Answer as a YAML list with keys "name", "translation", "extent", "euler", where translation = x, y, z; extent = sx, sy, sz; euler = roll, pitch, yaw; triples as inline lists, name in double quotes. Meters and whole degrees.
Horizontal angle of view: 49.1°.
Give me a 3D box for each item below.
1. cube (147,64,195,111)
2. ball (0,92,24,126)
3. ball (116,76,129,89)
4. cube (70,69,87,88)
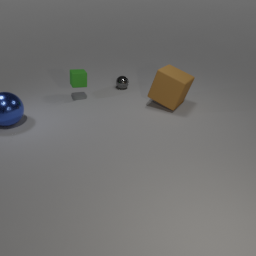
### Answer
- name: "cube"
  translation: [1.966, -1.880, 12.799]
  extent: [1.400, 1.400, 1.400]
  euler: [31, 33, 16]
- name: "ball"
  translation: [-4.937, -0.760, 11.305]
  extent: [1.400, 1.400, 1.400]
  euler: [0, 29, 0]
- name: "ball"
  translation: [-0.302, -2.438, 14.982]
  extent: [0.700, 0.700, 0.700]
  euler: [0, 29, 0]
- name: "cube"
  translation: [-2.345, -2.347, 13.226]
  extent: [0.700, 0.700, 0.700]
  euler: [-6, 27, -19]
